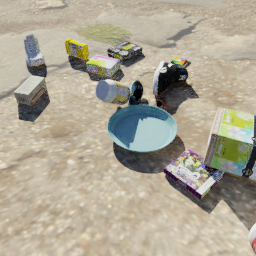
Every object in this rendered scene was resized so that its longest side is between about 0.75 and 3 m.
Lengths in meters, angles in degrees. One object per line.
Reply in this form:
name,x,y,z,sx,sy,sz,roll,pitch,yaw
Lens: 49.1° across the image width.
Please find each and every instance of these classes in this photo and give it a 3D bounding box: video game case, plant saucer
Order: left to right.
plant saucer,0.524,0.038,10.711,2.650,0.363,2.650,0,42,0
video game case,2.177,1.457,9.228,1.378,0.272,1.520,-30,49,-33

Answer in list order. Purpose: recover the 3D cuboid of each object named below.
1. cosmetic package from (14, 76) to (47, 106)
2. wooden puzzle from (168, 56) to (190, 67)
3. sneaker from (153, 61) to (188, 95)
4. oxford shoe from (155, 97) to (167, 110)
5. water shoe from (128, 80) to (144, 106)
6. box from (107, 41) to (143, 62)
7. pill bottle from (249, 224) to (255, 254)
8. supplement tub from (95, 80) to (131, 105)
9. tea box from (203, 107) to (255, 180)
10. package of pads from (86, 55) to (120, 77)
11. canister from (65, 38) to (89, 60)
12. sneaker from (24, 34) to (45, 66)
cosmetic package,-4.363,-1.691,12.624,0.757,0.639,1.465,10,42,13
wooden puzzle,2.763,-3.629,15.220,0.971,0.196,1.050,20,44,22
sneaker,2.060,-2.371,13.148,1.491,0.974,2.665,9,40,12
oxford shoe,1.441,-1.052,12.028,0.431,0.440,1.212,11,42,13
water shoe,0.456,-1.578,12.240,0.621,0.685,1.737,21,49,-14
box,-0.175,-4.397,15.983,1.297,0.358,1.619,32,50,31
pill bottle,4.001,3.344,5.969,1.655,1.655,2.943,-6,41,-7
supplement tub,-0.607,-1.481,11.652,1.307,0.945,0.945,4,27,-49
tea box,3.727,0.471,9.392,1.947,1.322,1.979,14,34,16
package of pads,-1.297,-3.239,14.516,1.512,0.516,1.168,16,43,18
canister,-2.810,-4.348,15.507,1.254,0.931,0.543,25,49,23
sneaker,-5.196,-4.285,15.118,1.029,1.312,2.641,-17,43,-19
